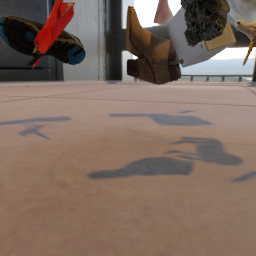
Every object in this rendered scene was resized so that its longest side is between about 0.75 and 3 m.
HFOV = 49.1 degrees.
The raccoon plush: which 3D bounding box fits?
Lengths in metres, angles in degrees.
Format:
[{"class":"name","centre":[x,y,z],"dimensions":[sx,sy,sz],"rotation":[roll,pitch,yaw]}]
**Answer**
[{"class":"raccoon plush","centre":[0.867,-2.307,4.669],"dimensions":[2.115,1.417,1.023],"rotation":[18,-9,-13]}]

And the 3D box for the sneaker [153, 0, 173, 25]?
[{"class":"sneaker","centre":[1.433,-4.519,10.452],"dimensions":[0.725,1.388,0.522],"rotation":[18,35,4]}]

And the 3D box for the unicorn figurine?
[{"class":"unicorn figurine","centre":[2.262,-2.511,5.744],"dimensions":[0.990,1.841,2.681],"rotation":[-42,-1,33]}]

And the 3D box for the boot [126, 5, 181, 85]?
[{"class":"boot","centre":[1.016,-3.107,10.647],"dimensions":[2.150,2.941,1.033],"rotation":[-1,4,-4]}]

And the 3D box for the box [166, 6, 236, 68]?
[{"class":"box","centre":[2.388,-3.211,9.436],"dimensions":[1.159,1.774,1.764],"rotation":[-20,0,-17]}]

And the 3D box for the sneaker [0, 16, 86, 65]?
[{"class":"sneaker","centre":[-2.879,-3.006,9.509],"dimensions":[2.872,1.051,1.176],"rotation":[17,35,-25]}]

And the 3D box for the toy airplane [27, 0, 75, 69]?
[{"class":"toy airplane","centre":[-2.144,-2.879,7.930],"dimensions":[0.515,2.801,2.801],"rotation":[32,-3,-26]}]
